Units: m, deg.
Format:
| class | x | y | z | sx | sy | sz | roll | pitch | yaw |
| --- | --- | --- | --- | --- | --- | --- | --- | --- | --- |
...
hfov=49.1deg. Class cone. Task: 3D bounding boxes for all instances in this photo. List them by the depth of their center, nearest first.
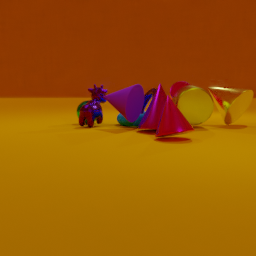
| class | x | y | z | sx | sy | sz | roll | pitch | yaw |
| --- | --- | --- | --- | --- | --- | --- | --- | --- | --- |
| cone | 0.981 | -0.307 | 6.346 | 0.906 | 0.909 | 0.906 | -9 | -7 | -1 |
| cone | 0.878 | -0.590 | 7.642 | 1.242 | 1.247 | 1.242 | 1 | 0 | 0 |
| cone | -0.266 | -0.826 | 8.284 | 1.118 | 1.114 | 1.114 | 15 | 13 | 27 |
| cone | 3.198 | -1.038 | 9.435 | 1.344 | 1.344 | 1.349 | -6 | 39 | -43 |

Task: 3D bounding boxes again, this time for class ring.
| class | x | y | z | sx | sy | sz | roll | pitch | yaw |
| --- | --- | --- | --- | --- | --- | --- | --- | --- | --- |
| ring | 0.657 | -0.717 | 9.346 | 0.267 | 1.334 | 1.334 | 25 | -1 | -18 |
| ring | 0.634 | -0.317 | 9.400 | 2.025 | 0.405 | 2.025 | 0 | 6 | 0 |

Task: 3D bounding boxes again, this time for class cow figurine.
| class | x | y | z | sx | sy | sz | roll | pitch | yaw |
| --- | --- | --- | --- | --- | --- | --- | --- | --- | --- |
| cow figurine | -1.106 | -0.730 | 8.904 | 0.700 | 1.256 | 1.276 | 8 | 14 | 18 |

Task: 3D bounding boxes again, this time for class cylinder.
| class | x | y | z | sx | sy | sz | roll | pitch | yaw |
| --- | --- | --- | --- | --- | --- | --- | --- | --- | --- |
| cylinder | 1.981 | -0.732 | 8.731 | 1.118 | 1.118 | 1.118 | 0 | 11 | 3 |
| cylinder | 1.855 | -1.116 | 9.780 | 0.769 | 0.769 | 0.769 | 1 | -21 | 11 |

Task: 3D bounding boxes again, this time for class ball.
| class | x | y | z | sx | sy | sz | roll | pitch | yaw |
| --- | --- | --- | --- | --- | --- | --- | --- | --- | --- |
| ball | -1.387 | -0.554 | 9.741 | 0.803 | 0.803 | 0.803 | 0 | 7 | 0 |
